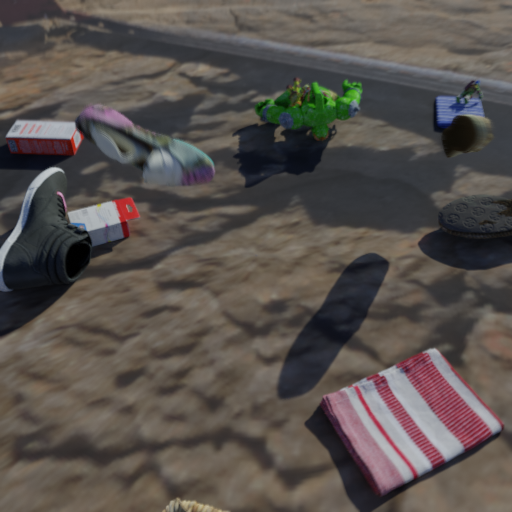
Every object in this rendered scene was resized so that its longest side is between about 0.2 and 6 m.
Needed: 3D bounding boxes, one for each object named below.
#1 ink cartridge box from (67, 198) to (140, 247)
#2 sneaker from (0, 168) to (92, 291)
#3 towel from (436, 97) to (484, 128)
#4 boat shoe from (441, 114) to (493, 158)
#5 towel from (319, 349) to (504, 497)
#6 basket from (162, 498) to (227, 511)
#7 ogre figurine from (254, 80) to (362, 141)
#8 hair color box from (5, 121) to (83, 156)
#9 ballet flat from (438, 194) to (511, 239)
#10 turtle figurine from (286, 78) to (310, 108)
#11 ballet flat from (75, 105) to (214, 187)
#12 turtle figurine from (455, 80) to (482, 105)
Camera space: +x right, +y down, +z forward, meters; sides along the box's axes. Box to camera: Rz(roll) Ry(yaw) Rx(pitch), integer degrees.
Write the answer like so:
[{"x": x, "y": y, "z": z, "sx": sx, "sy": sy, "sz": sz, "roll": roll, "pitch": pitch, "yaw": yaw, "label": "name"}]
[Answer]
[{"x": -2.923, "y": -0.641, "z": 10.857, "sx": 1.263, "sy": 0.425, "sz": 0.734, "roll": -17, "pitch": 46, "yaw": -17, "label": "ink cartridge box"}, {"x": -3.600, "y": -0.506, "z": 10.347, "sx": 1.414, "sy": 1.008, "sz": 2.850, "roll": 3, "pitch": 50, "yaw": 4, "label": "sneaker"}, {"x": 5.153, "y": -3.603, "z": 14.190, "sx": 1.145, "sy": 0.189, "sz": 1.581, "roll": 7, "pitch": 42, "yaw": 10, "label": "towel"}, {"x": 3.840, "y": -2.185, "z": 9.966, "sx": 0.626, "sy": 0.698, "sz": 1.885, "roll": -15, "pitch": 4, "yaw": 4, "label": "boat shoe"}, {"x": 2.193, "y": 2.256, "z": 7.963, "sx": 2.157, "sy": 0.245, "sz": 1.554, "roll": -19, "pitch": 47, "yaw": -19, "label": "towel"}, {"x": -0.046, "y": 3.754, "z": 5.234, "sx": 2.467, "sy": 1.838, "sz": 1.761, "roll": 16, "pitch": 46, "yaw": 15, "label": "basket"}, {"x": 1.344, "y": -3.534, "z": 13.329, "sx": 2.579, "sy": 1.265, "sz": 1.546, "roll": 6, "pitch": 31, "yaw": -11, "label": "ogre figurine"}, {"x": -4.910, "y": -2.750, "z": 13.044, "sx": 1.511, "sy": 0.463, "sz": 0.767, "roll": 3, "pitch": 44, "yaw": 2, "label": "hair color box"}, {"x": 5.043, "y": -0.750, "z": 10.899, "sx": 3.060, "sy": 0.709, "sz": 1.031, "roll": -9, "pitch": 55, "yaw": -2, "label": "ballet flat"}, {"x": 0.899, "y": -3.731, "z": 13.189, "sx": 0.332, "sy": 1.030, "sz": 0.831, "roll": 7, "pitch": 54, "yaw": -23, "label": "turtle figurine"}, {"x": -1.589, "y": -1.419, "z": 7.757, "sx": 2.027, "sy": 0.701, "sz": 0.721, "roll": 28, "pitch": 39, "yaw": -2, "label": "ballet flat"}, {"x": 5.523, "y": -4.096, "z": 14.475, "sx": 0.717, "sy": 0.740, "sz": 0.532, "roll": -38, "pitch": 74, "yaw": -21, "label": "turtle figurine"}]
